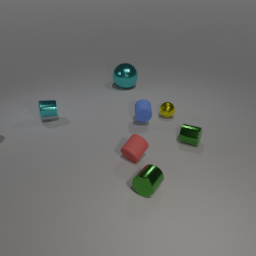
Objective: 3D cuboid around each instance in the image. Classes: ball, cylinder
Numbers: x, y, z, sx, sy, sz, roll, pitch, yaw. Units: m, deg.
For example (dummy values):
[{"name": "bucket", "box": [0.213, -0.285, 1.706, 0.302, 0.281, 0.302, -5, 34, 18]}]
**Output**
[{"name": "ball", "box": [1.737, -0.809, 12.400, 0.700, 0.700, 0.700, 0, 29, 0]}, {"name": "cylinder", "box": [-3.425, -0.832, 11.940, 0.700, 0.700, 0.700, -5, 29, -21]}, {"name": "cylinder", "box": [2.335, 0.252, 10.449, 0.700, 0.700, 0.700, 14, 32, 23]}, {"name": "cylinder", "box": [0.634, -0.728, 11.662, 0.700, 0.700, 0.700, 0, 40, 0]}, {"name": "cylinder", "box": [0.225, 0.677, 9.427, 0.700, 0.700, 0.700, 22, 60, 34]}, {"name": "cylinder", "box": [0.586, 1.520, 8.136, 0.700, 0.700, 0.700, 17, 32, 28]}, {"name": "ball", "box": [-0.150, -2.880, 15.457, 1.400, 1.400, 1.400, 0, 29, 0]}]
